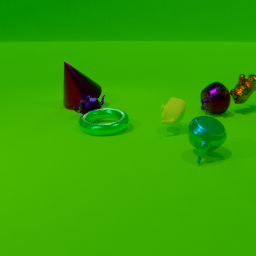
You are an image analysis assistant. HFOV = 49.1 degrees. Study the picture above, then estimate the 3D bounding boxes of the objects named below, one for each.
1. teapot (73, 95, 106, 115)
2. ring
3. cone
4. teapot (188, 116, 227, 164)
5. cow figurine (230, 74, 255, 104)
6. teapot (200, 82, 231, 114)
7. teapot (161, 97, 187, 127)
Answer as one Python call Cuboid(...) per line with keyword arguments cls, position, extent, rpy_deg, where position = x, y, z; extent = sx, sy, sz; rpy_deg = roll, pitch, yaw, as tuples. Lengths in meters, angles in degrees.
Cuboid(cls="teapot", position=(-1.265, -0.802, 9.569), extent=(1.268, 0.621, 0.789), rpy_deg=(-21, 26, -25))
Cuboid(cls="ring", position=(-0.734, -0.214, 8.615), extent=(1.597, 0.319, 1.597), rpy_deg=(-2, 25, 1))
Cuboid(cls="cone", position=(-2.042, -1.829, 10.566), extent=(1.657, 1.663, 1.657), rpy_deg=(-12, 44, 11))
Cuboid(cls="teapot", position=(1.825, 0.210, 6.647), extent=(0.927, 0.730, 1.491), rpy_deg=(20, 40, 7))
Cuboid(cls="cow figurine", position=(4.365, -1.414, 10.300), extent=(0.774, 1.411, 1.388), rpy_deg=(33, -1, 34))
Cuboid(cls="teapot", position=(3.030, -1.045, 9.894), extent=(0.916, 1.163, 1.870), rpy_deg=(-14, -14, -11))
Cuboid(cls="teapot", position=(1.272, -0.466, 8.175), extent=(0.670, 0.850, 1.368), rpy_deg=(25, 45, -1))
